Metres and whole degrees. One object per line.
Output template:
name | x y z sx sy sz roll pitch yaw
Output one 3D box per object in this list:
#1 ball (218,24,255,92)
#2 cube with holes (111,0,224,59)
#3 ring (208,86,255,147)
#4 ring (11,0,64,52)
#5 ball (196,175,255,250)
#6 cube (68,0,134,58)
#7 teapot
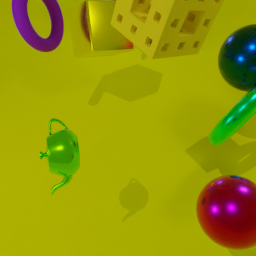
ball | 2.575 -1.435 5.802 1.366 1.366 1.366 0 47 0
cube with holes | 0.472 -1.472 3.395 0.865 0.865 0.865 -17 52 -37
ring | 2.110 -0.234 5.267 1.531 1.531 0.306 -34 70 -28
ring | -2.065 -2.610 6.590 0.322 1.611 1.611 -1 44 24
ball | 1.066 0.847 2.852 0.727 0.727 0.727 0 47 0
cube | -0.714 -2.587 7.432 1.241 1.241 1.241 -12 12 -30
teapot | -0.995 0.408 4.070 0.554 0.703 1.131 -5 81 -17
